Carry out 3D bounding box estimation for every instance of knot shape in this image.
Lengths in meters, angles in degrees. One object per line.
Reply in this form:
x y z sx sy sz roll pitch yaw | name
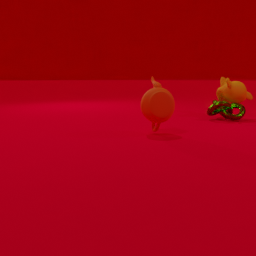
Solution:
3.031 -0.599 8.980 1.113 0.550 1.189 4 9 -32 | knot shape

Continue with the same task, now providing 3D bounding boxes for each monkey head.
3.469 -1.315 9.315 1.450 1.043 0.873 22 -28 -33 | monkey head

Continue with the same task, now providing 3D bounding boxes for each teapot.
0.674 -0.590 6.811 0.855 1.376 0.674 -1 2 -20 | teapot
